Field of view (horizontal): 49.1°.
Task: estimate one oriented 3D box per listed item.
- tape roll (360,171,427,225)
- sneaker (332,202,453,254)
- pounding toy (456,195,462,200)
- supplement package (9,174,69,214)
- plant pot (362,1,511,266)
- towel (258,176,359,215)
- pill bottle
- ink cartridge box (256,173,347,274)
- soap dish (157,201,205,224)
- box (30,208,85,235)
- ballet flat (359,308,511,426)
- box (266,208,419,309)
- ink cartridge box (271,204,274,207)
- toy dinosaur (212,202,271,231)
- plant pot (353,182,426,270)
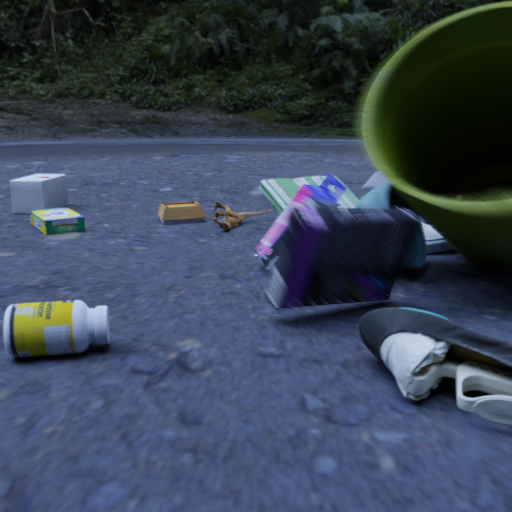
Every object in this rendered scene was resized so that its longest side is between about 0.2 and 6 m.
[{"bbox_3d":[3.035,-1.135,12.143,0.518,1.568,1.568,-48,29,-9],"label":"tape roll"},{"bbox_3d":[2.757,-0.608,11.154,2.689,0.952,0.982,3,15,-3],"label":"sneaker"},{"bbox_3d":[5.297,-2.129,17.039,1.956,0.895,1.719,1,15,5],"label":"pounding toy"},{"bbox_3d":[-5.970,-1.732,15.507,0.933,0.922,1.539,1,15,5],"label":"supplement package"},{"bbox_3d":[3.897,-1.515,9.134,3.510,3.510,3.379,9,-20,31],"label":"plant pot"},{"bbox_3d":[1.484,-1.202,13.184,2.514,0.294,1.918,-10,51,-39],"label":"towel"},{"bbox_3d":[-2.285,0.834,6.497,1.102,0.617,0.617,-3,15,-12],"label":"pill bottle"},{"bbox_3d":[0.722,-0.596,9.470,0.346,1.865,0.883,33,14,-24],"label":"ink cartridge box"},{"bbox_3d":[-1.893,-1.101,14.073,1.090,0.443,0.858,-5,16,-16],"label":"soap dish"},{"bbox_3d":[-4.752,-0.856,13.313,0.927,0.382,1.580,-10,16,-33],"label":"box"},{"bbox_3d":[1.918,1.068,5.378,2.391,0.813,0.818,12,29,38],"label":"ballet flat"},{"bbox_3d":[1.160,0.021,7.474,1.895,1.355,0.342,-1,30,-26],"label":"box"},{"bbox_3d":[1.062,-1.535,15.778,0.886,0.404,1.075,-6,17,-27],"label":"ink cartridge box"},{"bbox_3d":[-0.539,-0.910,13.550,0.979,0.556,1.842,32,31,17],"label":"toy dinosaur"},{"bbox_3d":[2.184,-0.427,9.881,1.050,1.567,1.567,-19,3,32],"label":"plant pot"}]
